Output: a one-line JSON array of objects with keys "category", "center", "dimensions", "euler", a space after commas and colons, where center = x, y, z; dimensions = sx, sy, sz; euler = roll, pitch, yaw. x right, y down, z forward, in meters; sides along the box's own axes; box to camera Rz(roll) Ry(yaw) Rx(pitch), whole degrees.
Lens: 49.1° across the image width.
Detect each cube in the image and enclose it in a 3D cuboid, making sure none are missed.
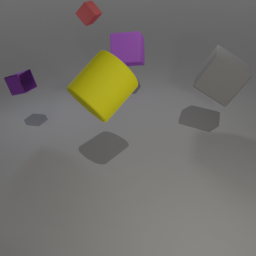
[{"category": "cube", "center": [3.396, -1.910, 10.157], "dimensions": [1.400, 1.400, 1.400], "euler": [33, 34, 0]}, {"category": "cube", "center": [-3.909, -1.665, 10.230], "dimensions": [0.700, 0.700, 0.700], "euler": [-6, 24, 26]}, {"category": "cube", "center": [0.005, -3.750, 13.472], "dimensions": [1.400, 1.400, 1.400], "euler": [-1, 7, 12]}, {"category": "cube", "center": [-1.678, -4.929, 12.033], "dimensions": [0.700, 0.700, 0.700], "euler": [-35, 11, 33]}]

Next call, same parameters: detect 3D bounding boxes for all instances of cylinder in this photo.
[{"category": "cylinder", "center": [-0.683, -1.112, 7.604], "dimensions": [1.400, 1.400, 1.400], "euler": [-49, 47, -7]}]
